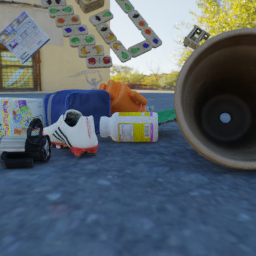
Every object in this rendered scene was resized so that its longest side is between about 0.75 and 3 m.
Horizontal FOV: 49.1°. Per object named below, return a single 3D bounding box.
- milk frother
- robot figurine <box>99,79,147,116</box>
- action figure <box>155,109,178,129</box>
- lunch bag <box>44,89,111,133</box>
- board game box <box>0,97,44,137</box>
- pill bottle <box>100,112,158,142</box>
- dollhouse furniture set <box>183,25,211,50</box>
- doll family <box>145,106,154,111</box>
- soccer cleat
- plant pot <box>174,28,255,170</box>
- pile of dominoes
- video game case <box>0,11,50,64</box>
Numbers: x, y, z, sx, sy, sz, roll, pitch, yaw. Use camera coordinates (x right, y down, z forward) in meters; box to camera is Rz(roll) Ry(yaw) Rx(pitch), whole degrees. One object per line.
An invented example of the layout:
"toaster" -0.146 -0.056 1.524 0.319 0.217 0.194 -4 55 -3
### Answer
"milk frother" -2.268 0.273 6.012 0.996 1.058 0.955 -1 13 -1
"robot figurine" -0.220 -0.944 11.214 2.318 1.667 1.352 38 13 -37
"action figure" 0.656 -0.243 9.927 2.970 0.812 1.754 -2 8 37
"lunch bag" -1.719 -0.597 9.797 1.482 1.522 2.241 8 12 40
"board game box" -4.158 -0.402 9.544 2.389 1.230 1.253 6 11 31
"pill bottle" 0.039 -0.032 8.367 1.685 0.879 0.879 1 9 4
"dollhouse furniture set" 2.639 -3.358 11.167 0.748 0.752 1.068 36 -17 8
"doll family" 0.593 -0.887 14.394 1.082 0.734 1.872 0 3 24
"soccer cleat" -1.578 0.033 7.342 0.871 1.081 2.539 -6 12 -35
"plant pot" 2.511 -0.470 6.552 2.860 2.860 2.494 2 -7 10
"pile of dominoes" -0.665 -2.723 6.852 2.075 2.663 0.424 -31 -14 -19
"video game case" -3.927 -3.406 10.589 1.443 1.308 0.328 -41 12 2
